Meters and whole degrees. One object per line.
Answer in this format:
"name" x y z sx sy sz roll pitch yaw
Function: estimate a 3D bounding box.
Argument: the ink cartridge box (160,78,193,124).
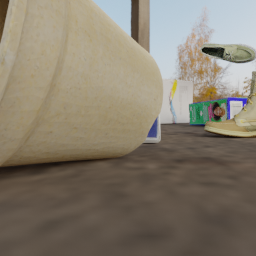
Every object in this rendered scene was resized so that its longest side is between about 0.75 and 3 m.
"ink cartridge box" 1.297 -1.153 12.445 2.619 1.912 1.921 -2 3 -33

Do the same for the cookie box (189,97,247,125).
"cookie box" 3.458 -0.512 9.482 1.945 0.854 2.274 -1 0 -18

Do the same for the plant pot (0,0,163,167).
"plant pot" -0.587 -0.378 2.194 1.704 1.704 1.560 2 -8 41

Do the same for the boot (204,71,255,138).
"boot" 2.165 -0.422 5.056 1.523 1.184 0.555 1 3 10

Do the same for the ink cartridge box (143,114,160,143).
"ink cartridge box" -0.652 -0.097 5.272 2.509 0.553 2.556 0 4 6

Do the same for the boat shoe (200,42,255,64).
"boat shoe" 3.619 -2.701 10.209 2.016 0.726 0.625 13 33 25
